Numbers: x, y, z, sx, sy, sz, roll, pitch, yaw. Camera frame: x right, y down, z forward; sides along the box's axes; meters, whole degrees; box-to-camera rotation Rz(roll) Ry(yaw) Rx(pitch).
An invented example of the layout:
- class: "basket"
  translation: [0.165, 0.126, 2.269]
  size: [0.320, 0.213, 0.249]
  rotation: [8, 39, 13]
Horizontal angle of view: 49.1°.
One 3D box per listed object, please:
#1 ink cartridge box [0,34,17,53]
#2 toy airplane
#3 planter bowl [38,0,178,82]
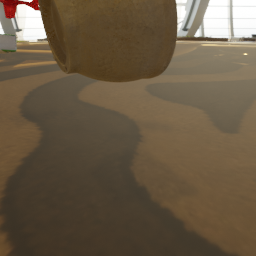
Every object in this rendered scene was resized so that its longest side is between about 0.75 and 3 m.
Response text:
- class: "ink cartridge box"
  translation: [-3.905, -2.500, 8.317]
  size: [0.832, 0.483, 1.150]
  rotation: [-8, 13, -37]
- class: "toy airplane"
  translation: [-3.168, -3.629, 8.146]
  size: [1.418, 0.261, 1.418]
  rotation: [15, 50, -18]
- class: "planter bowl"
  translation: [-0.512, -1.790, 4.668]
  size: [1.596, 2.371, 2.371]
  rotation: [-21, 28, -22]
